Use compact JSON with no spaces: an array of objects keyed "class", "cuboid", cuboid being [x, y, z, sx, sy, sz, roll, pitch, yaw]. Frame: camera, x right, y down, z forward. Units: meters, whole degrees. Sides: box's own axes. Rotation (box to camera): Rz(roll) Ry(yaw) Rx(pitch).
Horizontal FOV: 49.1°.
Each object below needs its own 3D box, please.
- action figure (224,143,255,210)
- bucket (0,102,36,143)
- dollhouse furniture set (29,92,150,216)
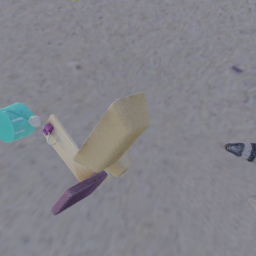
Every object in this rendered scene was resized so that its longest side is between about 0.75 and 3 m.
[{"class":"action figure","cuboid":[2.537,0.100,4.151,1.279,2.366,2.446,4,90,42]},{"class":"bucket","cuboid":[-2.369,-0.107,5.766,0.800,0.800,0.521,33,32,16]},{"class":"dollhouse furniture set","cuboid":[-0.530,-0.140,4.468,1.800,2.272,1.612,-23,69,-48]}]
